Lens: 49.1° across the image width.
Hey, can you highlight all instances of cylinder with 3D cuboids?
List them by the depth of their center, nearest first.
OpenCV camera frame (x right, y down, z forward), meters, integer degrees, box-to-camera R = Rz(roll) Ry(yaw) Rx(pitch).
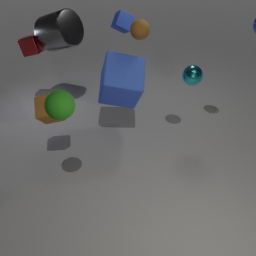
[{"bbox_3d":[-2.708,-3.824,11.036,1.400,1.400,1.400,1,29,35],"label":"cylinder"}]

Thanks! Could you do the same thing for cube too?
[{"bbox_3d":[-2.384,-0.585,8.607,0.700,0.700,0.700,-11,74,8],"label":"cube"},{"bbox_3d":[-0.244,-1.698,10.117,1.400,1.400,1.400,8,67,-11],"label":"cube"},{"bbox_3d":[-3.880,-3.351,11.300,0.700,0.700,0.700,-7,29,15],"label":"cube"},{"bbox_3d":[-0.236,-4.615,12.187,0.700,0.700,0.700,18,3,-24],"label":"cube"}]

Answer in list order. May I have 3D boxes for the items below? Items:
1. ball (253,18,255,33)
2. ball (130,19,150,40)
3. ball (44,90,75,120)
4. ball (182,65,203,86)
[{"bbox_3d":[4.249,-3.209,8.672,0.700,0.700,0.700,0,33,0],"label":"ball"},{"bbox_3d":[0.426,-3.475,9.906,0.700,0.700,0.700,0,33,0],"label":"ball"},{"bbox_3d":[-1.571,-0.528,6.468,0.700,0.700,0.700,0,33,0],"label":"ball"},{"bbox_3d":[2.210,-1.800,9.584,0.700,0.700,0.700,0,33,0],"label":"ball"}]
